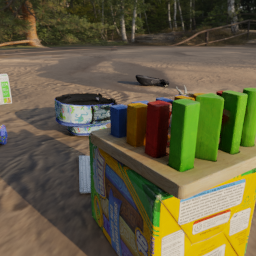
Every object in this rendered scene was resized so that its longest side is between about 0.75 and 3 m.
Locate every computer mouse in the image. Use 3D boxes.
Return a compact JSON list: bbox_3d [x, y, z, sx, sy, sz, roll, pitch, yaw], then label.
[{"bbox_3d":[1.318,-2.598,15.881,1.910,0.504,1.323,9,17,-9],"label":"computer mouse"}]

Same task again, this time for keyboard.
[{"bbox_3d":[-0.884,1.026,6.486,0.480,0.091,1.705,-3,21,-9],"label":"keyboard"}]

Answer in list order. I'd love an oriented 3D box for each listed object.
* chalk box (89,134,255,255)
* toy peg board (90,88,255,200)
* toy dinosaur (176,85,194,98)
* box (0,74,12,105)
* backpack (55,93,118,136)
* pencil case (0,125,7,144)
[{"bbox_3d":[0.385,0.922,4.501,1.654,1.646,2.658,-10,23,-27],"label":"chalk box"},{"bbox_3d":[0.719,-0.122,3.701,1.825,0.893,1.818,-12,23,-34],"label":"toy peg board"},{"bbox_3d":[2.487,-0.551,9.087,2.368,1.211,0.911,17,30,33],"label":"toy dinosaur"},{"bbox_3d":[-5.842,-1.641,12.061,1.403,1.238,0.678,-9,22,-26],"label":"box"},{"bbox_3d":[-1.402,-0.428,8.725,1.661,1.221,1.520,-3,16,-30],"label":"backpack"},{"bbox_3d":[-4.187,0.251,7.858,1.462,0.571,0.635,-6,-4,-14],"label":"pencil case"}]
